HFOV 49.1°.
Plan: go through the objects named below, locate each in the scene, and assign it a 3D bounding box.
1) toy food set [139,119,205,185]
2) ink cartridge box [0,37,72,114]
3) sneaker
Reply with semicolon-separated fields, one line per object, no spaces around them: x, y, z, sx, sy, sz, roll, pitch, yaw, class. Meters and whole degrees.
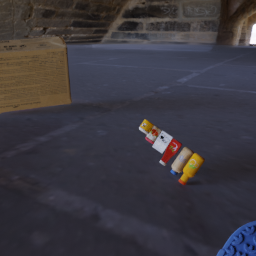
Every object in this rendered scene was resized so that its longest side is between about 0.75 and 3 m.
0.639;0.403;4.770;1.197;0.538;0.571;34;3;9;toy food set
-2.909;-1.545;8.174;2.314;1.906;0.869;-10;41;-18;ink cartridge box
1.685;1.192;2.828;2.165;0.843;0.759;-33;39;-19;sneaker
